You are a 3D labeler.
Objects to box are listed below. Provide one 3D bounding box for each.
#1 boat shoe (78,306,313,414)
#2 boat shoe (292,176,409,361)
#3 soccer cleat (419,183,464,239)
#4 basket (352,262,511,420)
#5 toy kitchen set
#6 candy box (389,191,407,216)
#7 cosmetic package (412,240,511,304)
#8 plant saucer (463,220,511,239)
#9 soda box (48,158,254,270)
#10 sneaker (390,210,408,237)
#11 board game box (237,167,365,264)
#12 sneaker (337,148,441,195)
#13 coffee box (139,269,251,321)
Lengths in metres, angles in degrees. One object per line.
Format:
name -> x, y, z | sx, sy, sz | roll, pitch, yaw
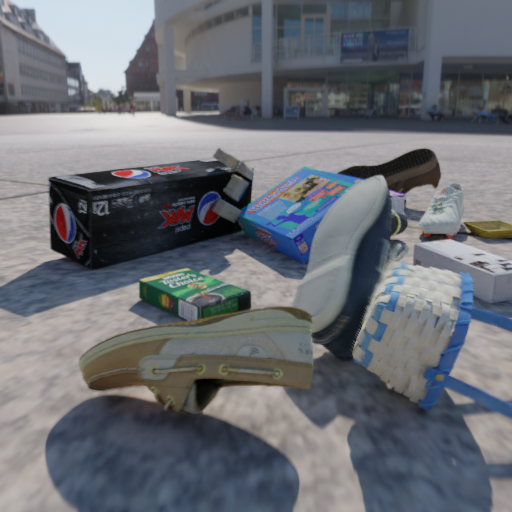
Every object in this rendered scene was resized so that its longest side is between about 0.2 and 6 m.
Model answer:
boat shoe -> -0.590, 1.028, 5.042 | 2.303, 0.764, 0.852 | -15, -22, 19
boat shoe -> 1.232, 0.050, 6.805 | 0.996, 0.823, 2.661 | -29, 26, 40
soccer cleat -> 4.087, -1.007, 12.207 | 0.852, 0.953, 2.458 | 7, 18, 25
basket -> 1.877, 0.802, 5.421 | 1.647, 1.146, 1.452 | 19, 28, 16
toy kitchen set -> -0.616, -1.438, 11.394 | 0.921, 1.149, 0.677 | 34, 4, 27
candy box -> 2.696, -1.323, 14.028 | 1.595, 0.571, 1.338 | -5, 16, -18
cosmetic package -> 3.353, 0.186, 8.837 | 0.782, 0.480, 1.896 | -5, 16, -20
plant saucer -> 5.044, -0.547, 11.924 | 0.920, 0.223, 0.920 | -3, 17, -11
soda box -> -1.884, -0.978, 11.037 | 1.315, 1.470, 4.153 | 21, 25, 36
sneaker -> 2.133, -0.733, 11.843 | 2.262, 0.842, 0.957 | 19, 10, 40
board game box -> 0.939, -0.901, 11.007 | 1.956, 0.579, 2.572 | -35, 27, -13
sneaker -> 3.450, -1.873, 15.420 | 3.212, 1.213, 1.131 | -13, 44, 24
coffee box -> -0.886, 0.548, 7.821 | 0.906, 0.324, 1.473 | -14, 21, -40
